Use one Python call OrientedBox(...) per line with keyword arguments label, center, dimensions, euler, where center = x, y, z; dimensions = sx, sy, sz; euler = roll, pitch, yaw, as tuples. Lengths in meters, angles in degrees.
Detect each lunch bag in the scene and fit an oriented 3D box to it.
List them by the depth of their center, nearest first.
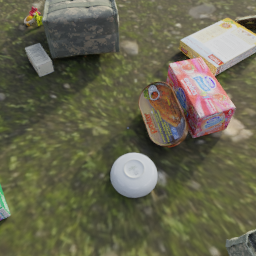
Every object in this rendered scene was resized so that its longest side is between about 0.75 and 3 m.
OrientedBox(label="lunch bag", center=(2.567, 2.338, 4.866), dimensions=(1.553, 1.274, 0.913), euler=(19, 66, 13))
OrientedBox(label="lunch bag", center=(-1.439, -3.668, 9.098), dimensions=(2.218, 1.590, 2.704), euler=(-6, 48, -3))

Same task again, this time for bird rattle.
OrientedBox(label="bird rattle", center=(-3.430, -3.963, 10.010), dimensions=(0.703, 0.486, 0.862), euler=(-38, 58, -6))

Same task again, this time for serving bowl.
OrientedBox(label="serving bowl", center=(0.139, 1.014, 6.429), dimensions=(1.106, 0.364, 1.106), euler=(0, 55, 0))

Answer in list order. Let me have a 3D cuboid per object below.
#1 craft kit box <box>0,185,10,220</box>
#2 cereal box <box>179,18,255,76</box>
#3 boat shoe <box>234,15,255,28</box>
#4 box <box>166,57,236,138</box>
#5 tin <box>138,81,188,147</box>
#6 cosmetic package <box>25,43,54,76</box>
OrientedBox(label="craft kit box", center=(-4.007, 1.425, 6.064), dimensions=(2.212, 0.543, 2.240), euler=(-27, 58, -15))
OrientedBox(label="cereal box", center=(3.002, -2.676, 9.042), dimensions=(2.243, 0.443, 1.614), euler=(-30, 59, -20))
OrientedBox(label="boat shoe", center=(4.428, -3.809, 9.896), dimensions=(1.281, 0.459, 0.488), euler=(2, 42, 1))
OrientedBox(label="box", center=(1.839, -0.844, 7.420), dimensions=(1.002, 0.925, 1.953), euler=(-13, 55, -9))
OrientedBox(label="tin", center=(0.870, -0.344, 7.048), dimensions=(0.989, 0.370, 1.766), euler=(-25, 64, 16))
OrientedBox(label="cosmetic package", center=(-2.730, -2.111, 8.645), dimensions=(0.513, 0.433, 0.993), euler=(-25, 57, -18))
